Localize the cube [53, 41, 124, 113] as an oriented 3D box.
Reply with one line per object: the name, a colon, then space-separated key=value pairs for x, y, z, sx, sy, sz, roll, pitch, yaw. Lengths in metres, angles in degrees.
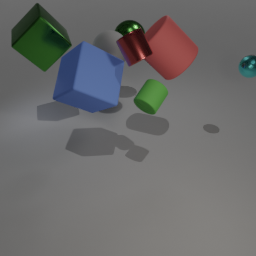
cube: x=-1.141 y=-1.381 z=8.093 sx=1.400 sy=1.400 sz=1.400 roll=18 pitch=-17 yaw=-34

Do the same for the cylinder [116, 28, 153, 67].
cylinder: x=0.168 y=-1.990 z=6.939 sx=0.700 sy=0.700 sz=0.700 roll=-27 pitch=11 yaw=6

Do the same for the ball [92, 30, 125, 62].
ball: x=-0.676 y=-2.977 z=10.663 sx=1.400 sy=1.400 sz=1.400 roll=0 pitch=32 yaw=0

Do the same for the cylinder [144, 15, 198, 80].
cylinder: x=1.191 y=-2.450 z=8.657 sx=1.400 sy=1.400 sz=1.400 roll=39 pitch=25 yaw=-20

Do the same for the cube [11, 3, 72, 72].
cube: x=-3.006 y=-3.118 z=9.683 sx=1.400 sy=1.400 sz=1.400 roll=-39 pitch=43 yaw=14

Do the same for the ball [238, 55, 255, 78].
ball: x=3.835 y=-1.924 z=8.780 sx=0.700 sy=0.700 sz=0.700 roll=0 pitch=32 yaw=0

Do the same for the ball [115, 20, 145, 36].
ball: x=0.071 y=-3.902 z=12.053 sx=1.400 sy=1.400 sz=1.400 roll=0 pitch=32 yaw=0

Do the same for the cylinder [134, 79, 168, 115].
cylinder: x=0.618 y=-0.838 z=7.567 sx=0.700 sy=0.700 sz=0.700 roll=23 pitch=70 yaw=32
